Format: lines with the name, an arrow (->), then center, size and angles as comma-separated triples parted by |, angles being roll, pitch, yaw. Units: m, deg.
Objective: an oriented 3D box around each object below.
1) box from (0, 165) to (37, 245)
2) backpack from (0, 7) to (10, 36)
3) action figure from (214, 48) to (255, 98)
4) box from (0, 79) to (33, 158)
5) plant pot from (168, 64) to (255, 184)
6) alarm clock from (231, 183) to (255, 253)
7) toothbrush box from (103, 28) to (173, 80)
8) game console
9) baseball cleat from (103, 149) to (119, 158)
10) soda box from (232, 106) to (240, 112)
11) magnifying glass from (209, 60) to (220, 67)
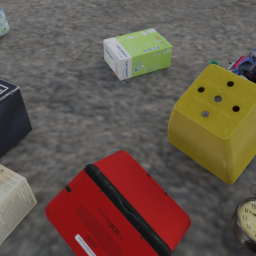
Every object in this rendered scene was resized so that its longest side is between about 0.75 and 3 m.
box -> -3.157, 2.030, 5.839 | 0.927, 1.133, 2.385 | 22, 48, 21
backpack -> -6.058, -4.559, 12.006 | 1.188, 1.479, 1.616 | 29, 56, 25
action figure -> 4.248, -1.488, 9.519 | 2.614, 1.367, 2.529 | -40, 46, 2
box -> -4.712, -0.138, 7.466 | 2.878, 1.773, 2.855 | 22, 50, 20
plant pot -> 2.275, -0.260, 6.992 | 2.166, 1.910, 2.166 | 37, 83, 30
alarm clock -> 2.940, 1.996, 6.233 | 1.185, 0.585, 1.757 | 10, 50, 10
toothbrush box -> 0.357, -2.864, 10.715 | 2.168, 0.933, 1.578 | -19, 49, -19
game console -> -0.154, 1.937, 6.132 | 2.084, 1.435, 2.418 | -45, 75, 0
baseball cleat -> -0.498, 1.208, 6.643 | 0.725, 1.106, 2.078 | 23, 54, 2
soda box -> 4.086, -0.100, 8.036 | 2.613, 0.915, 0.829 | 6, 46, 6
magnifying glass -> 3.456, -2.321, 10.781 | 0.371, 0.104, 0.932 | -12, 46, -16
